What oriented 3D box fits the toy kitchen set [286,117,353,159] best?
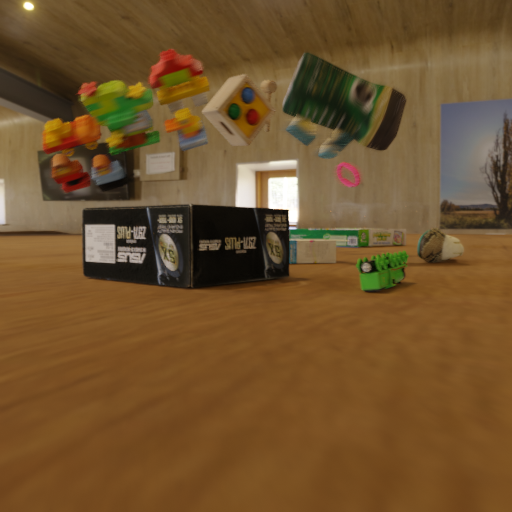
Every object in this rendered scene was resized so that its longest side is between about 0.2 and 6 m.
[{"bbox_3d":[1.561,-2.812,11.874,1.233,0.907,1.539,35,-49,-14],"label":"toy kitchen set"}]

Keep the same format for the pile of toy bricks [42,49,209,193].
[{"bbox_3d":[-2.597,-2.606,10.399,3.484,1.933,1.720,-16,-30,5],"label":"pile of toy bricks"}]

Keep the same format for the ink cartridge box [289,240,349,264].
[{"bbox_3d":[0.907,-0.079,9.497,1.182,0.401,0.681,-1,3,-16],"label":"ink cartridge box"}]

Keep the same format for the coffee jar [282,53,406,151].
[{"bbox_3d":[1.426,-2.437,8.973,1.875,0.978,0.800,22,-25,-2],"label":"coffee jar"}]

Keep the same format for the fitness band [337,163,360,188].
[{"bbox_3d":[2.259,-1.990,13.776,0.139,0.534,0.744,-24,43,-24],"label":"fitness band"}]

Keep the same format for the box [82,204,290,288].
[{"bbox_3d":[-0.838,-0.148,6.568,1.939,0.835,1.588,2,4,40],"label":"box"}]

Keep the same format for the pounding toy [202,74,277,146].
[{"bbox_3d":[-0.019,-3.569,13.496,1.669,1.900,0.869,44,-16,-31],"label":"pounding toy"}]

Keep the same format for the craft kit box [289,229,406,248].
[{"bbox_3d":[2.949,-0.601,18.021,2.721,0.660,2.688,3,2,44],"label":"craft kit box"}]

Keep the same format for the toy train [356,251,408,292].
[{"bbox_3d":[1.300,0.152,5.622,0.259,0.350,1.240,-8,-1,29],"label":"toy train"}]

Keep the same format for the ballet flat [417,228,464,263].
[{"bbox_3d":[3.279,-0.156,9.797,0.668,0.602,1.774,10,3,23],"label":"ballet flat"}]
